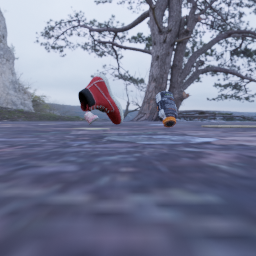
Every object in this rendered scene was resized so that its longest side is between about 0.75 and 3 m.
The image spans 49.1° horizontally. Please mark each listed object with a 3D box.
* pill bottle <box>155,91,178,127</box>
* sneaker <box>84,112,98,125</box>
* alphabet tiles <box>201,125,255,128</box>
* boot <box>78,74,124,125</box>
[{"bbox_3d":[1.078,-0.503,7.760,0.523,0.984,0.523,-4,-35,-3],"label":"pill bottle"},{"bbox_3d":[-1.629,-0.474,12.092,0.384,0.533,1.020,-36,6,-21],"label":"sneaker"},{"bbox_3d":[3.010,-0.049,8.184,1.540,0.049,1.281,0,2,0],"label":"alphabet tiles"},{"bbox_3d":[-1.039,-0.712,10.491,0.787,2.175,1.569,-3,37,36],"label":"boot"}]
